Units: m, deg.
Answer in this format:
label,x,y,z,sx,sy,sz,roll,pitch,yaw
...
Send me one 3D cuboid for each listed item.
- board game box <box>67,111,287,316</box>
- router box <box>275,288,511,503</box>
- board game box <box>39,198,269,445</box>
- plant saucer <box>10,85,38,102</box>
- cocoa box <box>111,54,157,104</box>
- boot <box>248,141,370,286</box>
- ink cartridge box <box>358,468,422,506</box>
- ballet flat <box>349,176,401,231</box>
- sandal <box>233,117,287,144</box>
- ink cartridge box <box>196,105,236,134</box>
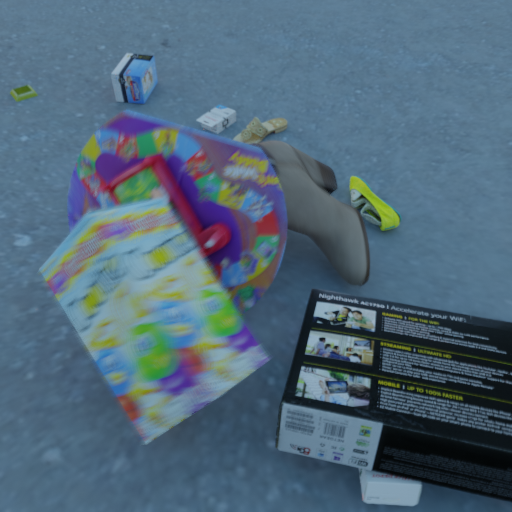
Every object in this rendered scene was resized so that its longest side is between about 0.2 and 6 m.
label,x,y,z,sx,sy,sz,roll,pitch,yaw
board game box,-1.410,-0.504,8.661,3.736,2.952,0.727,18,18,8
router box,2.251,1.746,7.607,3.539,0.904,2.640,10,31,10
board game box,-1.364,0.789,7.463,2.716,1.425,1.399,56,33,9
plant saucer,-6.041,-4.241,14.528,0.571,0.137,0.572,-27,51,-24
cocoa box,-3.095,-4.550,14.366,0.778,0.790,1.185,7,45,7
boot,0.669,-0.765,9.647,2.064,0.992,2.823,3,55,-31
ink cartridge box,1.696,2.690,7.278,0.700,0.404,0.959,2,31,1
ballet flat,2.203,-1.034,11.099,0.523,0.521,1.560,-31,53,-10
sandal,0.061,-3.019,13.031,1.591,0.523,0.583,-29,52,-26
ink cartridge box,-0.958,-3.232,13.403,0.519,0.299,0.896,28,52,25
